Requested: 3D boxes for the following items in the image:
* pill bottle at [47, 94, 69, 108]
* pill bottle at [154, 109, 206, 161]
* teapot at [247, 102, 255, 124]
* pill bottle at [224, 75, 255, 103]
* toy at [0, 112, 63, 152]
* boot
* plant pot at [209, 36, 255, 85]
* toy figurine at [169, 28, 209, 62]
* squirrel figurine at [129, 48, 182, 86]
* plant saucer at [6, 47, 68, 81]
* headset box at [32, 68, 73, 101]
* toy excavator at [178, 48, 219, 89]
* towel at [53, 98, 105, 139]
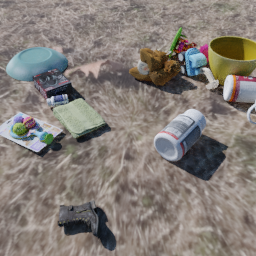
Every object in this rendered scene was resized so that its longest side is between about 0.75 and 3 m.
[{"bbox_3d":[-2.761,-1.046,11.017,0.798,0.443,0.443,-11,44,-12],"label":"pill bottle"},{"bbox_3d":[1.773,0.185,9.236,1.051,1.051,1.814,30,50,28],"label":"pill bottle"},{"bbox_3d":[5.280,-0.567,10.074,1.521,1.111,1.502,11,11,37],"label":"teapot"},{"bbox_3d":[4.859,-1.509,11.083,1.894,1.038,1.038,5,43,6],"label":"pill bottle"},{"bbox_3d":[-3.570,-0.042,9.877,2.206,0.521,1.270,22,47,22],"label":"toy"},{"bbox_3d":[-1.301,2.428,7.319,1.052,0.418,1.209,-11,34,-10],"label":"boot"},{"bbox_3d":[4.455,-2.745,12.033,2.203,1.563,2.203,0,43,0],"label":"plant pot"},{"bbox_3d":[3.129,-3.778,13.652,1.884,1.537,2.047,25,22,7],"label":"toy figurine"},{"bbox_3d":[1.389,-2.763,12.499,1.941,1.374,1.812,39,43,17],"label":"squirrel figurine"},{"bbox_3d":[-4.356,-3.237,13.331,2.897,0.558,2.897,0,42,0],"label":"plant saucer"},{"bbox_3d":[-3.107,-1.767,11.688,1.156,0.600,1.553,-26,47,-25],"label":"headset box"},{"bbox_3d":[3.137,-2.614,12.265,0.907,1.766,1.816,-17,17,-19],"label":"toy excavator"},{"bbox_3d":[-1.827,-0.422,10.415,1.400,0.344,1.887,-26,49,-27],"label":"towel"}]
